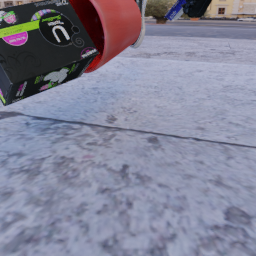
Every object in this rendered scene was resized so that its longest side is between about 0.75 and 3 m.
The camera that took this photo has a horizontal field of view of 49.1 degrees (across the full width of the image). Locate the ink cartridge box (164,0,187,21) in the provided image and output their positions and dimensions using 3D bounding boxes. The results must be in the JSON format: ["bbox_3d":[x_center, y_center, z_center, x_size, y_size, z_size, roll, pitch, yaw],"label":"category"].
[{"bbox_3d":[1.583,-3.592,8.227,0.199,0.979,0.981,47,38,2],"label":"ink cartridge box"}]

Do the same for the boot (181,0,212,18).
[{"bbox_3d":[2.154,-3.417,7.360,1.335,1.094,0.494,-5,62,-22],"label":"boot"}]

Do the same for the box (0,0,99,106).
[{"bbox_3d":[-2.362,-1.960,7.120,2.419,1.797,1.504,-31,0,-34],"label":"box"}]

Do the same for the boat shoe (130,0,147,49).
[{"bbox_3d":[0.221,-4.494,11.273,0.902,2.443,0.834,23,20,36],"label":"boat shoe"}]

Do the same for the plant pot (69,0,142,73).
[{"bbox_3d":[-0.861,-3.189,8.781,2.450,2.450,2.168,19,37,35],"label":"plant pot"}]
